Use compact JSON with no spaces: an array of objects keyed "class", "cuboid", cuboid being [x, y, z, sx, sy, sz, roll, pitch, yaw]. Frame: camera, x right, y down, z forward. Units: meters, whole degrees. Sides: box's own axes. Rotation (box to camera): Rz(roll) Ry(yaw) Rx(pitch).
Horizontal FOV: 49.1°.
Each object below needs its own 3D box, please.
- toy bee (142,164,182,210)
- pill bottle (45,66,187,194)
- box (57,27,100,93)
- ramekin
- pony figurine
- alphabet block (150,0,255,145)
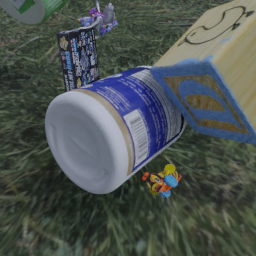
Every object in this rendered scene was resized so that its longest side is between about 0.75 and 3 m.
[{"class":"toy bee","cuboid":[0.456,0.725,3.898,0.454,0.835,0.547,35,95,13]},{"class":"pill bottle","cuboid":[0.098,-0.202,4.971,1.620,1.620,2.706,29,38,27]},{"class":"box","cuboid":[-0.948,-1.382,5.596,0.283,1.139,1.130,4,26,19]},{"class":"ramekin","cuboid":[-2.806,-3.893,7.697,2.085,2.085,1.018,17,59,17]},{"class":"pony figurine","cuboid":[-0.671,-2.466,6.400,0.910,0.878,0.757,-31,61,-13]},{"class":"alphabet block","cuboid":[1.475,-0.811,3.988,1.445,1.419,1.412,-47,25,-13]}]
